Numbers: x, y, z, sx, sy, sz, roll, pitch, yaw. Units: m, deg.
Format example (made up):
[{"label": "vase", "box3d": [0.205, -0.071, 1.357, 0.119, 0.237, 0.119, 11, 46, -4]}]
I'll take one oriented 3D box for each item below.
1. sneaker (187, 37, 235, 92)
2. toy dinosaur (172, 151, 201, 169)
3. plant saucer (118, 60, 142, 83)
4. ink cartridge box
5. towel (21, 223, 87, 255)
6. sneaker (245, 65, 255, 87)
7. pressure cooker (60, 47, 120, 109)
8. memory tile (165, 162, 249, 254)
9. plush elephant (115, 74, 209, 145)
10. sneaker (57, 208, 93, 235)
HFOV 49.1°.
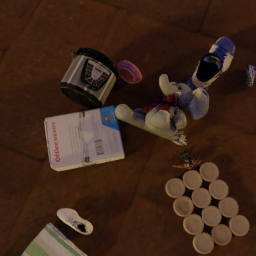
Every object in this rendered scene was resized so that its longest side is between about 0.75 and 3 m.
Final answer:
[{"label": "sneaker", "box3d": [3.426, -2.557, 10.912, 1.070, 1.529, 2.648, 37, 79, 7]}, {"label": "toy dinosaur", "box3d": [2.218, 1.253, 10.557, 1.047, 0.535, 0.711, -17, 93, -25]}, {"label": "plant saucer", "box3d": [0.021, -2.152, 11.026, 1.092, 1.092, 0.277, 36, 68, 8]}, {"label": "ink cartridge box", "box3d": [-1.569, 0.408, 10.394, 2.592, 1.113, 1.898, -11, 77, -3]}, {"label": "towel", "box3d": [-2.901, 4.962, 9.749, 1.962, 0.404, 2.630, 38, 82, 11]}, {"label": "sneaker", "box3d": [5.086, -2.130, 11.421, 0.410, 0.371, 0.963, 1, 77, -4]}, {"label": "pressure cooker", "box3d": [-1.411, -1.954, 10.633, 1.851, 1.822, 2.072, 21, 75, 24]}, {"label": "memory tile", "box3d": [2.855, 2.881, 10.268, 2.202, 0.241, 2.873, -25, 78, -6]}, {"label": "plush elephant", "box3d": [1.488, -0.822, 10.049, 2.879, 2.371, 2.229, 26, 82, -37]}, {"label": "sneaker", "box3d": [-1.897, 3.300, 9.970, 1.432, 0.623, 0.533, 27, 78, 7]}]
